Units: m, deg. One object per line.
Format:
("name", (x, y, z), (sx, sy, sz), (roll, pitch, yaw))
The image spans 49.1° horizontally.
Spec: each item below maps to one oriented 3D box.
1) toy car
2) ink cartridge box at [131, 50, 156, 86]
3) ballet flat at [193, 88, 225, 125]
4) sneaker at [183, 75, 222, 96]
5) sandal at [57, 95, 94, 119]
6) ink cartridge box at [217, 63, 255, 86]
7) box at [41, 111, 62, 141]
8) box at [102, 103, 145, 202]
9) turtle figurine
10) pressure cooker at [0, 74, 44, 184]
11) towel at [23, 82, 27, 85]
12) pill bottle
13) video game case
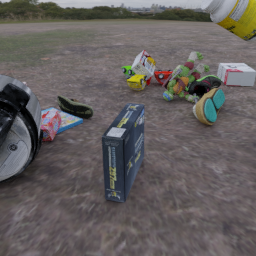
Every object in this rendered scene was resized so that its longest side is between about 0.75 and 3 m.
("toy car", (0.643, -2.454, 13.414), (2.851, 0.636, 2.683), (-16, 29, -31))
("ink cartridge box", (0.872, -2.853, 13.278), (0.575, 1.204, 1.371), (-35, 23, 34))
("ballet flat", (2.712, -0.669, 9.707), (0.828, 0.901, 2.627), (-17, 10, 35))
("sneaker", (3.199, -1.708, 11.937), (2.039, 0.782, 0.854), (-13, 51, -25))
("sandal", (-1.835, -0.739, 9.869), (1.569, 0.623, 0.448), (21, 36, 19))
("ink cartridge box", (5.234, -2.637, 13.645), (1.286, 0.738, 1.770), (1, 25, 2))
("box", (-2.370, -0.073, 8.331), (0.471, 0.451, 0.945), (-3, 38, 12))
("box", (-0.036, 0.460, 6.260), (0.486, 1.502, 1.905), (7, 26, 14))
("turtle figurine", (2.415, -1.807, 10.760), (1.558, 2.099, 2.165), (39, -10, -4))
("pressure cooker", (-3.113, 0.062, 6.316), (2.226, 2.191, 2.492), (-9, 23, -11))
("towel", (-5.360, -1.815, 12.552), (1.322, 0.213, 1.262), (-1, 25, -4))
("pill bottle", (2.860, -3.098, 7.472), (1.716, 0.965, 0.965), (22, 21, -17))
("video game case", (-2.506, -0.272, 9.374), (1.664, 0.148, 1.191), (20, 33, 36))
